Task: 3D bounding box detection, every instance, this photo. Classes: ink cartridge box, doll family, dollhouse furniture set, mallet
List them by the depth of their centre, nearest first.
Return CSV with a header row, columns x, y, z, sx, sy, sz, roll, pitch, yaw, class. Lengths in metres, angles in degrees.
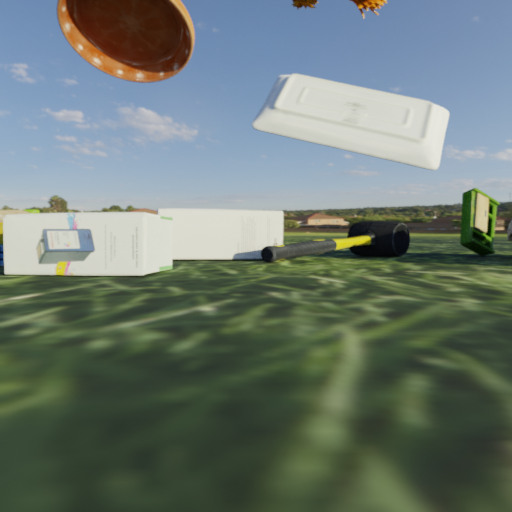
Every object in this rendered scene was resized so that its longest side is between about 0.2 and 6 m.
x,y,z,sx,sy,sz,roll,pitch,yaw,class
-1.606,-0.122,5.528,1.371,0.600,0.996,2,2,6,ink cartridge box
1.212,-3.840,7.735,2.434,1.097,1.511,-17,18,-22,doll family
4.288,-0.744,8.270,1.272,0.983,2.546,23,-23,-24,dollhouse furniture set
1.077,-0.170,8.346,2.841,0.585,0.936,-7,6,-36,mallet

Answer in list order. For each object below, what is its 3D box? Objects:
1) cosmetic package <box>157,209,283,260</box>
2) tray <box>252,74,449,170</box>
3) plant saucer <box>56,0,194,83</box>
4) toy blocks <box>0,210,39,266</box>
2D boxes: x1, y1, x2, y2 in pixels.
x,y,z,sx,sy,sz,roll,pitch,yaw,class
-0.559,-0.307,8.087,1.743,0.739,0.938,1,4,-12,cosmetic package
1.703,-2.513,9.845,3.251,1.745,0.360,15,-37,11,tray
-1.845,-3.308,8.066,1.942,0.313,1.942,6,-26,3,plant saucer
-3.203,-0.226,6.807,1.273,0.930,1.862,16,13,37,toy blocks
